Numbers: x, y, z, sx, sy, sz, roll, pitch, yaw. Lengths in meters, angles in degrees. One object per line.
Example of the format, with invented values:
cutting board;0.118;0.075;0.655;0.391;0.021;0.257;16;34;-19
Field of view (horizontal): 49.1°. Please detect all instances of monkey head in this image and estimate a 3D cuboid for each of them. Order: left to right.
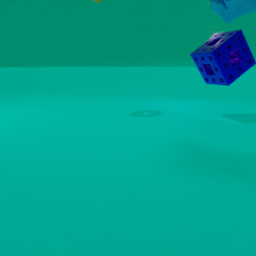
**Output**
monkey head;1.655;-2.274;4.258;1.030;1.710;1.230;-24;20;15

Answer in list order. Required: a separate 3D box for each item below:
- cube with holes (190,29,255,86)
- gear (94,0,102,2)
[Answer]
cube with holes;2.964;-2.183;8.805;1.182;1.182;1.182;-39;21;-8
gear;-1.527;-4.643;9.350;1.448;0.268;1.448;20;28;-11
